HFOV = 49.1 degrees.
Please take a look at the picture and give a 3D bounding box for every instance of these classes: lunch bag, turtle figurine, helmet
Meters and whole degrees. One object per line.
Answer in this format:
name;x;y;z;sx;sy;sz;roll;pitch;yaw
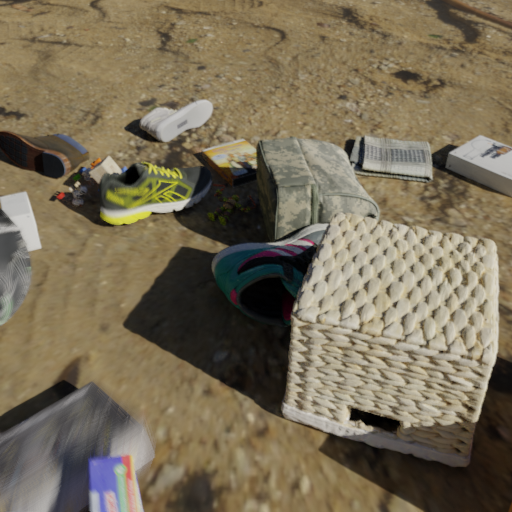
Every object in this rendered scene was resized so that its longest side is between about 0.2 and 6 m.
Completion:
lunch bag;1.254;-1.329;12.059;2.213;1.839;2.639;-7;39;-5
turtle figurine;-0.698;-1.157;13.016;1.198;0.386;0.966;30;56;14
helmet;-5.143;0.246;9.461;2.531;2.655;2.655;42;52;17

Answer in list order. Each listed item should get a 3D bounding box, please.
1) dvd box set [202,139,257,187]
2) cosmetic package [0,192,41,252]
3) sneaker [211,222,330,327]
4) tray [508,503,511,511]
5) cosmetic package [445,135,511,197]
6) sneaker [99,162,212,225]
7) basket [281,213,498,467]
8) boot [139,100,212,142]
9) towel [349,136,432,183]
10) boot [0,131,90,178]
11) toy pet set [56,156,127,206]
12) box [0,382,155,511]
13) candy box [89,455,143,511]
dvd box set;-0.462;-2.476;14.760;1.303;0.262;1.781;-19;42;-22
cosmetic package;-5.058;-0.706;12.017;0.574;0.931;0.934;-16;40;-19
sneaker;0.776;0.353;10.378;3.038;1.270;1.834;-14;35;-5
tray;4.249;2.380;7.599;0.616;1.640;3.325;25;45;28
cosmetic package;6.174;-2.337;14.417;1.498;0.513;1.987;-31;48;-29
sneaker;-2.266;-1.629;12.827;2.806;1.187;1.045;-25;42;-25
basket;2.133;1.117;8.675;2.866;2.325;2.891;12;38;16
boot;-2.357;-4.125;16.380;1.051;0.809;2.200;33;50;26
towel;3.592;-2.676;14.943;2.127;0.367;2.048;7;39;10
boot;-5.617;-2.791;14.830;2.406;0.899;1.166;26;34;15
toy pet set;-3.849;-1.779;13.759;1.470;0.836;1.575;-25;27;26
box;-2.779;2.775;7.556;2.250;0.544;1.782;-29;28;-31
candy box;-1.593;3.290;6.610;0.559;1.451;1.227;-8;39;-11
